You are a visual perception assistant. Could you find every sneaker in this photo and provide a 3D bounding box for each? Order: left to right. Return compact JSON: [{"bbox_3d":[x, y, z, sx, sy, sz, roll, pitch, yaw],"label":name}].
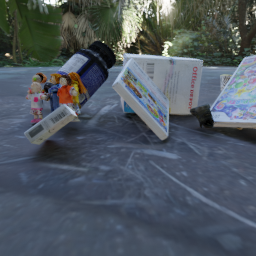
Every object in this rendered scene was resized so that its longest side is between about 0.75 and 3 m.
[{"bbox_3d":[2.003,-0.296,7.627,0.425,0.637,1.112,-15,1,-3],"label":"sneaker"}]

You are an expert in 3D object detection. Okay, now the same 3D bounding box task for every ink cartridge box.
[{"bbox_3d":[-1.572,-0.019,6.225,1.029,0.361,1.267,-37,-12,-2],"label":"ink cartridge box"},{"bbox_3d":[1.090,-1.594,9.976,2.540,1.870,1.837,3,17,-5],"label":"ink cartridge box"}]

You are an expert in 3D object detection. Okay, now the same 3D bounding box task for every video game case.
[{"bbox_3d":[0.469,-0.908,7.607,0.227,1.803,2.518,-37,15,23],"label":"video game case"},{"bbox_3d":[3.420,-1.090,7.571,2.705,0.244,1.937,-52,26,-19],"label":"video game case"}]

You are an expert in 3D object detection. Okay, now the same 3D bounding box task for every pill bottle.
[{"bbox_3d":[-1.558,-1.783,9.629,1.401,1.401,2.505,17,61,48],"label":"pill bottle"}]

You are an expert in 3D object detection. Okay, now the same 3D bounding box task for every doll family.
[{"bbox_3d":[-1.952,-0.900,8.089,2.317,1.438,1.044,-1,-1,41],"label":"doll family"}]

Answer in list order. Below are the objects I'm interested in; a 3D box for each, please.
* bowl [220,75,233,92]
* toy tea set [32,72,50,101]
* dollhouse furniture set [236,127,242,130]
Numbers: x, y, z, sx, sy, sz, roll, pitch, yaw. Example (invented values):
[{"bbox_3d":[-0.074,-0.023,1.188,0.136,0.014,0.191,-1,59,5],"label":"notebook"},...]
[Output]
[{"bbox_3d":[3.942,-1.076,9.515,1.956,0.918,1.956,18,7,-2],"label":"bowl"},{"bbox_3d":[-2.802,-1.425,10.474,1.874,1.114,0.693,19,4,8],"label":"toy tea set"},{"bbox_3d":[3.675,-0.233,7.566,1.976,0.875,1.024,0,42,41],"label":"dollhouse furniture set"}]
